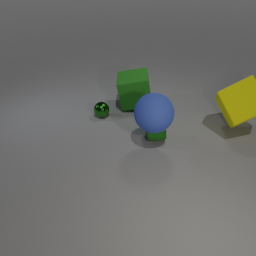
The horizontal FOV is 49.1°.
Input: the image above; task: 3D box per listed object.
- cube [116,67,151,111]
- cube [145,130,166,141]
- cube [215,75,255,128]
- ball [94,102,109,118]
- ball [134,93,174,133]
[{"bbox_3d":[0.303,-1.798,12.927,1.400,1.400,1.400,-8,35,6],"label":"cube"},{"bbox_3d":[1.059,0.033,10.841,0.700,0.700,0.700,-5,18,-7],"label":"cube"},{"bbox_3d":[4.330,-0.952,10.732,1.400,1.400,1.400,-26,-9,11],"label":"cube"},{"bbox_3d":[-1.170,-0.811,12.367,0.700,0.700,0.700,0,31,0],"label":"ball"},{"bbox_3d":[0.905,-0.521,9.728,1.400,1.400,1.400,0,31,0],"label":"ball"}]
